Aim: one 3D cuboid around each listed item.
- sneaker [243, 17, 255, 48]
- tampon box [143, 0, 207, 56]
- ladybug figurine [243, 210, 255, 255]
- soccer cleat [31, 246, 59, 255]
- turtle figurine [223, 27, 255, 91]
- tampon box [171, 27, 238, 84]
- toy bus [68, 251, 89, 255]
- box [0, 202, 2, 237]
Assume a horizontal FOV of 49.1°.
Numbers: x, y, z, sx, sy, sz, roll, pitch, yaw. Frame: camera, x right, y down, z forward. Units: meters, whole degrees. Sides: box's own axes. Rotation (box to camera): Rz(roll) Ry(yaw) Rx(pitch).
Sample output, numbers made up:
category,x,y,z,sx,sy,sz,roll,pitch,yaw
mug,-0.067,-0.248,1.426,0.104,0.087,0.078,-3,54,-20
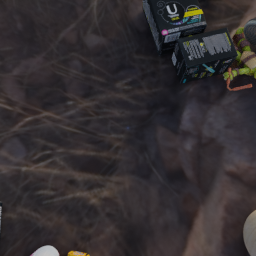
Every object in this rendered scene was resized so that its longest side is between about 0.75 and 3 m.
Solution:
category,x,y,z,sx,sy,sz,roll,pitch,yaw
sneaker,4.496,-2.836,8.030,2.415,0.903,1.283,18,71,-6
tampon box,1.263,-3.177,7.945,1.280,1.078,1.708,-15,75,-4
ladybug figurine,4.128,2.658,6.144,2.925,1.052,1.985,14,64,14
soccer cleat,-2.389,3.769,6.080,0.855,1.057,2.447,34,77,9
turtle figurine,3.426,-1.969,7.817,2.174,0.700,1.753,-27,68,2
tampon box,2.029,-1.940,7.618,1.387,1.039,0.875,-14,74,-5
toy bus,-1.225,3.678,6.397,0.586,0.487,1.496,10,75,3
box,-3.907,2.807,6.644,1.587,0.459,1.996,-4,75,-1
